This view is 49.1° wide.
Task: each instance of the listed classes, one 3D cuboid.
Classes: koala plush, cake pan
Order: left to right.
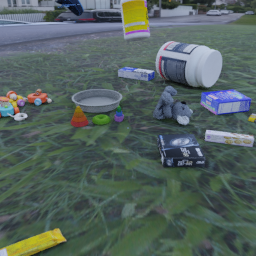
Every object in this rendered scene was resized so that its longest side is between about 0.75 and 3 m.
[{"bbox_3d":[-1.261,-1.126,11.543,2.050,0.376,2.050,0,25,0],"label":"cake pan"},{"bbox_3d":[1.681,-0.647,10.046,1.303,1.198,1.156,26,30,4],"label":"koala plush"}]

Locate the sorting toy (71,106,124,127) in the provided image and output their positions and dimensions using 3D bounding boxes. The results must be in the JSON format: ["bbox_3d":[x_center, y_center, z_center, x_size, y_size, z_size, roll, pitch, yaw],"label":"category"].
[{"bbox_3d":[-1.090,-0.517,9.958,1.915,0.659,0.664,-6,26,-10],"label":"sorting toy"}]

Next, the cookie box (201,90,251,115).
[{"bbox_3d":[3.868,-1.053,11.182,1.466,0.551,1.254,-7,26,-13],"label":"cookie box"}]

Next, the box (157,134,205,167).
[{"bbox_3d":[1.466,0.618,7.979,1.118,0.304,1.395,0,26,0],"label":"box"}]

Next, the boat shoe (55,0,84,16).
[{"bbox_3d":[-2.022,-3.905,8.372,0.644,1.532,0.526,-5,52,54],"label":"boat shoe"}]

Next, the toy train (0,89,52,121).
[{"bbox_3d":[-4.229,-1.081,11.124,1.790,0.663,2.384,3,25,8],"label":"toy train"}]

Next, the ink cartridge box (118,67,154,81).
[{"bbox_3d":[0.450,-2.982,15.397,1.829,0.404,0.860,13,28,26],"label":"ink cartridge box"}]

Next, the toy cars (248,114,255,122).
[{"bbox_3d":[4.832,-0.408,10.225,0.992,0.220,0.445,-3,26,-6],"label":"toy cars"}]

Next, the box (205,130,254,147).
[{"bbox_3d":[3.110,0.320,8.633,1.405,0.291,0.272,8,27,14],"label":"box"}]

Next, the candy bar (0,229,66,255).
[{"bbox_3d":[-1.919,2.160,4.894,1.617,0.179,0.403,-15,26,-27],"label":"candy bar"}]

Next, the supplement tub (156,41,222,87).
[{"bbox_3d":[2.975,-3.167,13.942,1.968,1.968,2.804,-22,34,-38],"label":"supplement tub"}]

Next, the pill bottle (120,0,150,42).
[{"bbox_3d":[0.223,-3.928,9.620,0.905,1.736,0.905,-7,9,1],"label":"pill bottle"}]
